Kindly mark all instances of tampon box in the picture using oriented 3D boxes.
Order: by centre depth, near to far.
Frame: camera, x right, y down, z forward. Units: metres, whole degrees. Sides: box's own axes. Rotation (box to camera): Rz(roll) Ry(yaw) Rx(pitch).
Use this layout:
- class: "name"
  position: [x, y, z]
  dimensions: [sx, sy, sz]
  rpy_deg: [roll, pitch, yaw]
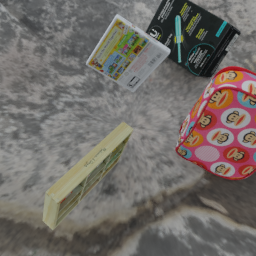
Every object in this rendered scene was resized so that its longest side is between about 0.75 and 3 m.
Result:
- class: "tampon box"
  position: [1.897, -2.797, 8.504]
  dimensions: [2.196, 1.646, 1.387]
  rpy_deg: [41, 26, 21]

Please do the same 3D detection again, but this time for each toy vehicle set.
- class: "toy vehicle set"
  position: [-0.852, 1.007, 6.147]
  dimensions: [0.315, 1.478, 2.379]
  rpy_deg: [37, 52, 11]

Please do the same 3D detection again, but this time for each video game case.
- class: "video game case"
  position: [-0.032, -1.321, 5.241]
  dimensions: [1.132, 1.244, 0.142]
  rpy_deg: [28, 49, -18]

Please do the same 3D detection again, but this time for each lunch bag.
- class: "lunch bag"
  position: [2.517, 0.088, 6.327]
  dimensions: [2.274, 2.581, 1.058]
  rpy_deg: [25, 47, 0]
